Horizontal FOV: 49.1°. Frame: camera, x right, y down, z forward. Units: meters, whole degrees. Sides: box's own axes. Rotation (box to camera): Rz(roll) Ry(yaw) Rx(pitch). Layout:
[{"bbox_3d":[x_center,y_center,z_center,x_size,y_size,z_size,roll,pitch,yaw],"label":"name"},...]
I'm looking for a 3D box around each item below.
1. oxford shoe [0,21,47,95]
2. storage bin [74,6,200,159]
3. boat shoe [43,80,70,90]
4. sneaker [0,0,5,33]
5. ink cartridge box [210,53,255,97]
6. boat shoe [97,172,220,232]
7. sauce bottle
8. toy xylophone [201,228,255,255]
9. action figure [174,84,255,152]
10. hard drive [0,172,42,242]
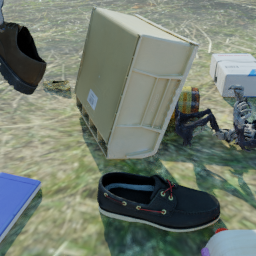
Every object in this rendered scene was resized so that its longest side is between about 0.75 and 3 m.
[{"bbox_3d":[-2.491,-1.877,5.890,2.379,1.004,0.864,47,20,9],"label":"oxford shoe"},{"bbox_3d":[-0.126,-1.149,6.777,1.338,2.834,2.854,2,30,-29],"label":"storage bin"},{"bbox_3d":[-2.426,-1.513,9.443,0.984,0.310,0.359,11,35,15],"label":"boat shoe"},{"bbox_3d":[-2.157,-1.937,3.853,0.555,1.428,0.999,-23,-2,23],"label":"sneaker"},{"bbox_3d":[3.675,-1.817,9.435,1.397,0.814,1.933,1,34,2],"label":"ink cartridge box"},{"bbox_3d":[0.542,1.270,5.005,2.241,0.702,0.820,6,34,7],"label":"boat shoe"},{"bbox_3d":[0.539,-0.740,7.826,2.809,0.927,0.927,1,34,6],"label":"sauce bottle"},{"bbox_3d":[2.185,2.083,3.891,2.195,0.551,1.607,5,34,7],"label":"toy xylophone"},{"bbox_3d":[2.490,-0.200,6.584,2.740,1.398,1.628,3,23,7],"label":"action figure"},{"bbox_3d":[-2.401,1.440,5.173,0.957,0.184,1.451,9,35,13],"label":"hard drive"}]
